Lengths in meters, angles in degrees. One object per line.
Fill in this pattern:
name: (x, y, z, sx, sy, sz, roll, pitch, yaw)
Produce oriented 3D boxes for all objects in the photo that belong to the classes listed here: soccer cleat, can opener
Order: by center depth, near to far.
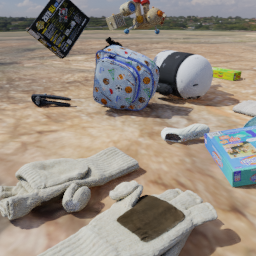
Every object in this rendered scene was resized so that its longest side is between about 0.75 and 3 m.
soccer cleat: (1.372, 0.157, 6.653, 1.158, 0.401, 0.449, -5, 27, 6)
can opener: (-2.500, -0.922, 9.113, 1.327, 0.421, 0.522, 2, 22, 6)

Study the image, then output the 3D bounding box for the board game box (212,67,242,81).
board game box: (4.408, -2.534, 13.028, 0.734, 0.344, 1.445, -20, 30, -39)

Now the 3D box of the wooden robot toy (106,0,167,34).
wooden robot toy: (0.659, -4.076, 9.978, 2.771, 1.221, 1.257, -13, 11, -34)

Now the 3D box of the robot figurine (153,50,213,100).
robot figurine: (1.799, -1.902, 10.029, 1.586, 1.910, 2.542, 23, 2, -42)

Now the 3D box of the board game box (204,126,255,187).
board game box: (2.377, 0.493, 5.614, 1.230, 0.364, 1.617, -9, 23, 1)

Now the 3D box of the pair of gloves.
pair of gloves: (-0.529, 1.064, 4.284, 2.544, 0.525, 2.992, -14, 26, -29)

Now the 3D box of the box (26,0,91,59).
box: (-1.976, -3.009, 8.174, 1.241, 1.554, 0.383, 36, -21, -27)

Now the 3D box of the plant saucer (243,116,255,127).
plant saucer: (3.383, 0.115, 6.313, 1.549, 0.212, 1.549, -20, 29, 12)

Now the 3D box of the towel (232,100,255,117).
towel: (3.879, -0.630, 8.697, 1.188, 0.205, 0.788, -21, 30, -40)

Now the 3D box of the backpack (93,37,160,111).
backpack: (-0.079, -1.474, 8.624, 1.962, 2.060, 1.587, 14, 37, 7)
